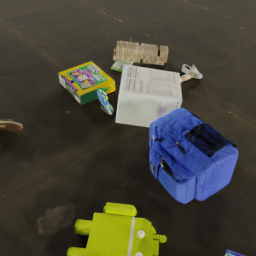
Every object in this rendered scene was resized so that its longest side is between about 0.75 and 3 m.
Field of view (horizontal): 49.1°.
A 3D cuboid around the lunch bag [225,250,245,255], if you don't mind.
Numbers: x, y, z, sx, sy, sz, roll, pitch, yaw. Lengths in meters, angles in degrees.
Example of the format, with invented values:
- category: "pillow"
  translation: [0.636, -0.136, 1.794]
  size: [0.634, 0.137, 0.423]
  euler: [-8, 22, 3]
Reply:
- category: "lunch bag"
  translation: [3.095, 3.932, 6.481]
  size: [1.868, 0.879, 1.406]
  euler: [11, 47, 18]

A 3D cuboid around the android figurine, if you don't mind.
- category: "android figurine"
  translation: [-0.271, 3.182, 7.602]
  size: [2.612, 0.536, 2.377]
  euler: [5, 45, 8]

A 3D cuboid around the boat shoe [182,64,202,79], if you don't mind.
- category: "boat shoe"
  translation: [3.118, -2.803, 13.526]
  size: [0.413, 0.476, 1.117]
  euler: [-34, 55, -30]

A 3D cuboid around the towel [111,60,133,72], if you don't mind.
- category: "towel"
  translation: [-0.273, -3.237, 14.172]
  size: [0.862, 0.177, 1.156]
  euler: [15, 48, 16]

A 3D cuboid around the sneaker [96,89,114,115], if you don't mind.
- category: "sneaker"
  translation: [-0.843, -0.850, 9.455]
  size: [0.412, 0.994, 0.352]
  euler: [6, 48, 36]

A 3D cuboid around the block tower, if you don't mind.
- category: "block tower"
  translation: [0.638, -3.800, 14.162]
  size: [2.714, 0.785, 0.733]
  euler: [4, 45, -1]

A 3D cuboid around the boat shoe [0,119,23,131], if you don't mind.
- category: "boat shoe"
  translation: [-4.671, -0.182, 10.983]
  size: [1.200, 0.443, 0.444]
  euler: [5, 40, 5]

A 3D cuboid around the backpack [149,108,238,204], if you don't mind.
- category: "backpack"
  translation: [1.719, 0.741, 8.852]
  size: [2.248, 2.176, 2.678]
  euler: [-25, 51, -19]

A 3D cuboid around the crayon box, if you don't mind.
- category: "crayon box"
  translation: [-1.879, -2.094, 12.741]
  size: [1.777, 0.600, 2.059]
  euler: [-26, 51, -25]

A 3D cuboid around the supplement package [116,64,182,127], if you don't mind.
- category: "supplement package"
  translation: [0.747, -1.159, 10.699]
  size: [2.167, 1.645, 1.633]
  euler: [8, 48, -4]

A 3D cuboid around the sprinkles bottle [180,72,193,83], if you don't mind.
- category: "sprinkles bottle"
  translation: [2.692, -2.386, 13.252]
  size: [0.839, 0.286, 0.286]
  euler: [-24, 50, -22]
